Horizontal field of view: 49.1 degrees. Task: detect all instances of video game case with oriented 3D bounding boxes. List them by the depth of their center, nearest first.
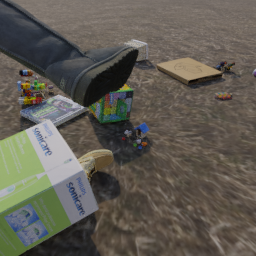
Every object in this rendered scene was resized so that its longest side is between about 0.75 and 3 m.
[{"bbox_3d":[-2.530,-0.600,9.641,1.552,0.199,1.707,22,38,32],"label":"video game case"}]

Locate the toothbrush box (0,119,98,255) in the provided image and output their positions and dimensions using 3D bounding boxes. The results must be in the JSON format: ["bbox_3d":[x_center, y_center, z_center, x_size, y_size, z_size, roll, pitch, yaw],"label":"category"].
[{"bbox_3d":[-2.268,1.241,5.296,2.728,1.174,1.987,-28,40,-18],"label":"toothbrush box"}]

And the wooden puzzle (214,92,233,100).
[{"bbox_3d":[3.675,-1.237,10.806,0.829,0.058,0.491,-7,32,-11],"label":"wooden puzzle"}]

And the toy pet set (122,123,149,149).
[{"bbox_3d":[0.306,0.168,8.206,0.755,0.401,0.705,26,40,35],"label":"toy pet set"}]

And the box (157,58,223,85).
[{"bbox_3d":[2.789,-2.675,12.952,1.972,0.257,2.412,-16,36,-24],"label":"box"}]

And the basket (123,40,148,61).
[{"bbox_3d":[0.381,-4.044,14.658,0.751,0.825,1.217,-27,40,-30],"label":"basket"}]

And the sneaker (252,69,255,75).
[{"bbox_3d":[6.037,-2.545,12.758,0.460,0.292,0.807,29,49,29],"label":"sneaker"}]

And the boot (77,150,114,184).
[{"bbox_3d":[-0.918,1.116,6.495,1.495,0.544,1.162,-15,34,-14],"label":"boot"}]

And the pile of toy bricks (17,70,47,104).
[{"bbox_3d":[-3.476,-1.539,10.337,0.959,1.077,1.942,-3,22,-15],"label":"pile of toy bricks"}]

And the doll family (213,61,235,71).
[{"bbox_3d":[4.568,-2.952,13.252,0.644,0.437,1.113,-23,35,-24],"label":"doll family"}]

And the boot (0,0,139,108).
[{"bbox_3d":[-1.296,-1.538,5.159,2.600,0.943,2.364,29,29,13],"label":"boot"}]

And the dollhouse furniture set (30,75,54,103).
[{"bbox_3d":[-3.192,-1.513,10.519,0.914,0.819,1.154,-15,35,-21],"label":"dollhouse furniture set"}]

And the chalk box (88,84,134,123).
[{"bbox_3d":[-0.567,-0.889,9.122,1.091,1.098,1.760,-9,33,-28],"label":"chalk box"}]
